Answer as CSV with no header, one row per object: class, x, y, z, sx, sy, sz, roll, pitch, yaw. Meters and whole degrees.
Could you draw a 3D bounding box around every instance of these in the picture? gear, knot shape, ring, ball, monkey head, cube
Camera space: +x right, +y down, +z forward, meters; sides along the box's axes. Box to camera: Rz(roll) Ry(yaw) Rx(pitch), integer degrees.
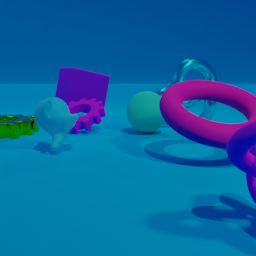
gear,-1.291,-0.352,7.454,1.370,0.253,1.370,-9,33,6
knot shape,1.551,-0.948,7.925,1.852,1.980,0.915,-6,-25,23
ring,1.490,-0.307,4.840,1.905,0.381,1.905,4,34,-3
gear,-3.296,-0.049,7.095,1.936,0.358,1.936,0,10,0
ball,0.477,-0.405,7.083,1.042,1.042,1.042,0,10,0
monkey head,-1.411,-0.092,5.173,0.759,0.906,1.259,29,-19,-13
knot shape,1.417,0.440,2.391,0.531,1.150,1.076,-41,55,-8
cube,-1.526,-1.190,9.118,1.282,1.282,1.282,8,6,-32
